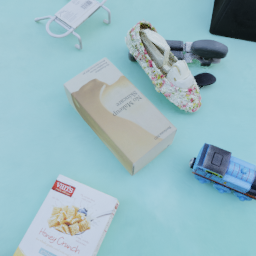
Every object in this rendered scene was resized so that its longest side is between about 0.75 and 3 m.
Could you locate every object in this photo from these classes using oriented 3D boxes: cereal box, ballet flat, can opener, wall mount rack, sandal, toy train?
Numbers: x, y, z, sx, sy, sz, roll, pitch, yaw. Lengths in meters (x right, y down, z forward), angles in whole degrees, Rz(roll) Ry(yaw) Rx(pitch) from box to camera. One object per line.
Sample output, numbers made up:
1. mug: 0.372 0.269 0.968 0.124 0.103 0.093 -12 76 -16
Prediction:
1. cereal box: -1.377 2.349 6.284 1.615 0.444 2.245 19 67 16
2. ballet flat: 0.997 -1.706 7.587 1.131 0.955 2.989 -37 81 -28
3. can opener: 1.443 -2.372 8.356 2.872 0.954 0.756 3 66 6
4. wall mount rack: -1.818 -3.646 8.973 2.124 0.911 2.444 37 70 12
5. sandal: 1.969 -1.308 8.207 1.189 0.268 0.447 -14 59 10
6. toy train: 2.393 1.089 6.576 1.900 1.086 0.824 23 69 10

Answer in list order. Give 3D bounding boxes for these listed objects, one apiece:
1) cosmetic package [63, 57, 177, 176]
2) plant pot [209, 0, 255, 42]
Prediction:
1. cosmetic package: -0.243 -0.344 7.301 1.489 1.006 2.831 -38 71 -16
2. plant pot: 4.033 -4.264 8.570 2.318 2.061 2.323 13 65 5
